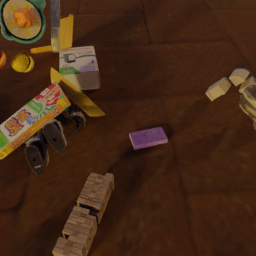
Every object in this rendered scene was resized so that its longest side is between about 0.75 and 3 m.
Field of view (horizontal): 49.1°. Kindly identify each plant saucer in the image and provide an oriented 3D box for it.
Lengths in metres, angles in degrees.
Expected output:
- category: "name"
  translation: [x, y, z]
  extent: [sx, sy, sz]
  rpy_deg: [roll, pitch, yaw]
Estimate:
- category: "plant saucer"
  translation: [-1.521, -0.934, 8.102]
  extent: [1.498, 1.498, 0.363]
  rpy_deg: [38, 86, 34]

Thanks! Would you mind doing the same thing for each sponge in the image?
- category: "sponge"
  translation: [0.545, 0.267, 7.566]
  extent: [0.950, 0.142, 0.530]
  rpy_deg: [-12, 45, -12]

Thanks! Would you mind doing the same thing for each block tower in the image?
- category: "block tower"
  translation: [-0.835, 1.772, 5.695]
  extent: [0.552, 0.516, 1.911]
  rpy_deg: [13, 44, 12]

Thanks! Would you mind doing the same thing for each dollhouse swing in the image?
- category: "dollhouse swing"
  translation: [-2.779, -3.407, 10.236]
  extent: [1.402, 1.450, 1.595]
  rpy_deg: [2, 13, -15]

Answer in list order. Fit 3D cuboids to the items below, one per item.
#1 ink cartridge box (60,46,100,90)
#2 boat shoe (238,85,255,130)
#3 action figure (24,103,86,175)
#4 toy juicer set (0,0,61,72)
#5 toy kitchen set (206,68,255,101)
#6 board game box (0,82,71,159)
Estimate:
- category: "ink cartridge box"
  translation: [-1.687, -2.065, 9.604]
  extent: [1.257, 0.724, 1.723]
  rpy_deg: [-7, 44, -8]
- category: "boat shoe"
  translation: [2.332, -0.142, 4.611]
  extent: [0.472, 0.464, 1.267]
  rpy_deg: [-21, 65, -24]
- category: "action figure"
  translation: [-1.942, 0.064, 7.048]
  extent: [1.683, 0.897, 2.586]
  rpy_deg: [-29, 21, 3]
- category: "toy juicer set"
  translation: [-2.315, -2.181, 6.429]
  extent: [2.607, 1.659, 0.709]
  rpy_deg: [-29, 21, -38]
- category: "toy kitchen set"
  translation: [3.531, -0.968, 8.626]
  extent: [1.689, 1.353, 0.995]
  rpy_deg: [48, 53, -5]
- category: "board game box"
  translation: [-2.517, -0.220, 7.138]
  extent: [2.215, 0.332, 1.058]
  rpy_deg: [-40, 42, 2]
